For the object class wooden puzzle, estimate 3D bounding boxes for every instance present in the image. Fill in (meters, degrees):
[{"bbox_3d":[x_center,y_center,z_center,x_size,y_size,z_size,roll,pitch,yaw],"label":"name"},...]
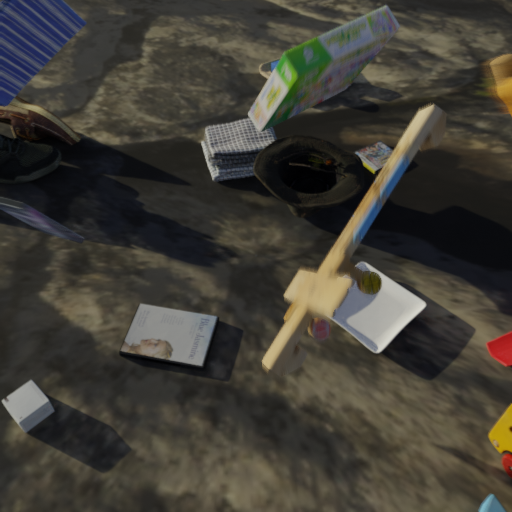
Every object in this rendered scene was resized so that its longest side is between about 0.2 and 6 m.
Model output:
[{"bbox_3d":[1.271,-4.761,14.421,1.744,0.436,1.883,-26,53,-21],"label":"wooden puzzle"}]

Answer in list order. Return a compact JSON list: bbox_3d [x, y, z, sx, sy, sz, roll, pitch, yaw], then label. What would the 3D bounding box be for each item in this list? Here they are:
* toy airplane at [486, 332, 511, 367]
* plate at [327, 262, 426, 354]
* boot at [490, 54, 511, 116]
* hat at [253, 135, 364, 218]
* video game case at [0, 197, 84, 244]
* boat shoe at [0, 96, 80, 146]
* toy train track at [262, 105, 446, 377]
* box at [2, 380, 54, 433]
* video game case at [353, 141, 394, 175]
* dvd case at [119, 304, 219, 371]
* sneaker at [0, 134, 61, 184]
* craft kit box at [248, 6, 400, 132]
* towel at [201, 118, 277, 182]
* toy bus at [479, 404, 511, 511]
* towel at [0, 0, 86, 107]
[{"bbox_3d":[5.426,1.507,8.752,3.260,0.600,3.260,-1,49,1],"label":"toy airplane"},{"bbox_3d":[1.920,0.879,9.555,1.419,0.229,1.416,-37,57,-28],"label":"plate"},{"bbox_3d":[3.887,-2.256,7.750,0.539,1.096,1.531,-34,19,5],"label":"boot"},{"bbox_3d":[0.994,-1.402,11.122,2.399,0.968,2.399,5,43,-4],"label":"hat"},{"bbox_3d":[-3.201,-0.530,8.095,0.872,1.221,0.116,14,75,30],"label":"video game case"},{"bbox_3d":[-5.129,-2.948,12.680,2.462,0.888,0.886,27,84,11],"label":"boat shoe"},{"bbox_3d":[1.229,-0.105,6.287,0.557,1.965,3.427,33,86,-9],"label":"toy train track"},{"bbox_3d":[-3.371,2.224,8.290,0.507,0.333,0.510,37,58,28],"label":"box"},{"bbox_3d":[2.678,-2.184,12.354,0.850,0.108,0.768,-27,53,-22],"label":"video game case"},{"bbox_3d":[-1.414,1.323,9.231,1.429,0.125,1.020,9,49,7],"label":"dvd case"},{"bbox_3d":[-5.398,-2.262,11.583,2.463,1.411,0.942,1,50,-2],"label":"sneaker"},{"bbox_3d":[1.174,-3.405,10.421,2.319,2.291,0.563,-31,85,-19],"label":"craft kit box"},{"bbox_3d":[-0.327,-2.370,12.130,1.608,0.688,1.332,-9,48,-8],"label":"towel"},{"bbox_3d":[4.423,2.833,6.970,2.908,1.503,2.744,13,50,12],"label":"toy bus"},{"bbox_3d":[-3.759,-3.277,8.803,2.058,1.490,0.245,-42,78,7],"label":"towel"}]
